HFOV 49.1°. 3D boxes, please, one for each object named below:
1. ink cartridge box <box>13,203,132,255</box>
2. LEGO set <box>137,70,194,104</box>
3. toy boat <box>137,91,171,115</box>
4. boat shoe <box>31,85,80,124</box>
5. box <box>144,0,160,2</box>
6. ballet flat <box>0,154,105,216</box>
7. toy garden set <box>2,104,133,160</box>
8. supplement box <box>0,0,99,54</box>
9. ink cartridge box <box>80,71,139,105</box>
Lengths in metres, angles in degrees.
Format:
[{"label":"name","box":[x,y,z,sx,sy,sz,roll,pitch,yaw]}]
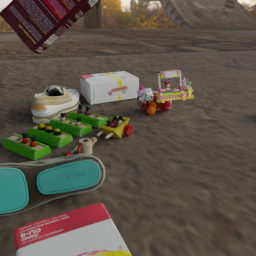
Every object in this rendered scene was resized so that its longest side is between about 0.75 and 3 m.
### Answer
[{"label":"ink cartridge box","box":[-0.496,1.843,2.988,1.134,1.140,1.568,-11,26,-23]},{"label":"LEGO set","box":[1.077,-0.982,6.411,1.770,0.659,0.814,-13,12,-37]},{"label":"toy boat","box":[0.883,-0.787,9.713,1.222,0.797,0.799,5,55,13]},{"label":"boat shoe","box":[-2.429,-1.030,9.833,0.984,0.901,2.634,5,24,12]},{"label":"box","box":[0.853,-3.546,7.211,0.723,0.397,0.822,-23,29,-15]},{"label":"ballet flat","box":[-1.841,1.067,5.395,2.792,0.941,0.889,-7,-3,-17]},{"label":"toy garden set","box":[-1.501,0.042,7.793,2.417,0.579,2.899,15,28,31]},{"label":"supplement box","box":[-2.239,-3.657,8.327,2.706,1.472,0.824,-39,7,6]},{"label":"ink cartridge box","box":[-0.762,-1.684,11.372,2.056,0.857,1.492,-10,26,-21]}]
